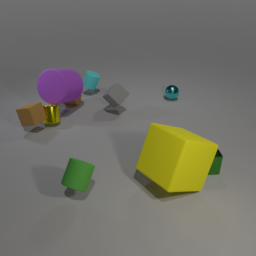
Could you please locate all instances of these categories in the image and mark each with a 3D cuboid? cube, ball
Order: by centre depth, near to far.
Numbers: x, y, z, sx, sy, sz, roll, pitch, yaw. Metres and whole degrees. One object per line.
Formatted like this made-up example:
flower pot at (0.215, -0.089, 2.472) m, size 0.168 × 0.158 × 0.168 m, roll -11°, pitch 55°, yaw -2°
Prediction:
cube at (1.323, 0.800, 7.711) m, size 1.400 × 1.400 × 1.400 m, roll 9°, pitch 14°, yaw -40°
cube at (2.431, 0.974, 8.680) m, size 0.700 × 0.700 × 0.700 m, roll -2°, pitch 30°, yaw -4°
cube at (-3.659, -0.526, 10.637) m, size 0.700 × 0.700 × 0.700 m, roll -4°, pitch 22°, yaw 26°
cube at (-0.514, -1.381, 11.821) m, size 0.700 × 0.700 × 0.700 m, roll -52°, pitch 16°, yaw -19°
ball at (2.108, -1.715, 13.443) m, size 0.700 × 0.700 × 0.700 m, roll 0°, pitch 29°, yaw 0°

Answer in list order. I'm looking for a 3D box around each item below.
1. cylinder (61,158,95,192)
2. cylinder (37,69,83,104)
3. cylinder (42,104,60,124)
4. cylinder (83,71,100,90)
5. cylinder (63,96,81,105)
cylinder at (-1.304, 1.214, 7.326) m, size 0.700 × 0.700 × 0.700 m, roll 19°, pitch -5°, yaw 2°
cylinder at (-2.795, -1.753, 11.684) m, size 1.400 × 1.400 × 1.400 m, roll 10°, pitch 14°, yaw 17°
cylinder at (-3.099, -0.568, 11.234) m, size 0.700 × 0.700 × 0.700 m, roll -3°, pitch 10°, yaw 1°
cylinder at (-1.808, -2.345, 13.742) m, size 0.700 × 0.700 × 0.700 m, roll 20°, pitch 26°, yaw -10°
cylinder at (-2.602, -1.423, 12.913) m, size 0.700 × 0.700 × 0.700 m, roll 5°, pitch 30°, yaw 11°
